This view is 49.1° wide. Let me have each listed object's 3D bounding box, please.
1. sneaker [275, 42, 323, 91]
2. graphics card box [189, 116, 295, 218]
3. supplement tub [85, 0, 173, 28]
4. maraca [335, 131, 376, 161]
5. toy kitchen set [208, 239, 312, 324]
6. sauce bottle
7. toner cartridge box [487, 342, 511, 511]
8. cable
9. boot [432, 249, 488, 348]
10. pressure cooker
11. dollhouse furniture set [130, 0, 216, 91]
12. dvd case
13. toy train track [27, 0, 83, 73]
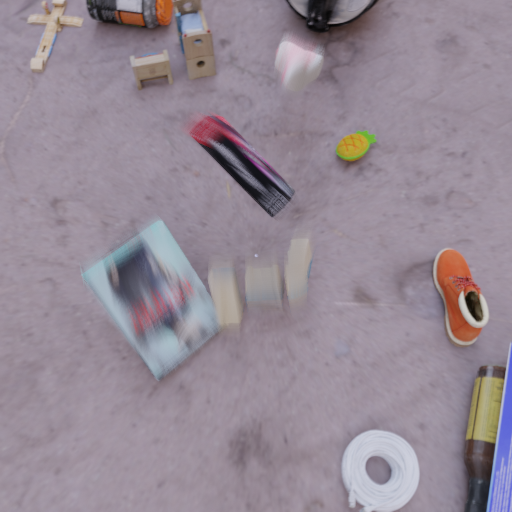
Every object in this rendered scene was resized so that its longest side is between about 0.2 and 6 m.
[{"bbox_3d":[0.623,-3.581,10.536,0.847,0.610,1.620,27,34,12],"label":"sneaker"},{"bbox_3d":[-0.163,-1.382,8.484,0.436,1.075,1.713,-43,94,14],"label":"graphics card box"},{"bbox_3d":[-2.902,-5.903,12.935,1.817,1.113,1.113,9,64,3],"label":"supplement tub"},{"bbox_3d":[2.040,-2.274,11.463,0.913,0.488,0.626,-38,56,-17],"label":"maraca"},{"bbox_3d":[0.141,0.410,9.635,1.571,0.925,1.259,-3,28,13],"label":"toy kitchen set"},{"bbox_3d":[3.654,2.902,8.739,0.751,0.751,2.322,17,67,8],"label":"sauce bottle"},{"bbox_3d":[4.174,3.117,8.147,1.607,0.731,3.384,38,60,-31],"label":"toner cartridge box"},{"bbox_3d":[1.917,3.339,8.701,1.178,0.408,1.177,-4,62,-3],"label":"cable"},{"bbox_3d":[3.614,0.566,9.780,0.689,0.984,1.836,-4,62,0],"label":"boot"},{"bbox_3d":[1.738,-6.484,12.381,2.455,2.418,2.749,-12,43,38],"label":"pressure cooker"},{"bbox_3d":[-1.915,-4.672,12.235,1.781,1.248,1.255,-13,64,-7],"label":"dollhouse furniture set"},{"bbox_3d":[-1.603,0.732,9.238,1.584,0.239,2.170,-38,112,-23],"label":"dvd case"},{"bbox_3d":[-4.842,-5.239,13.020,1.313,0.372,2.290,4,64,2],"label":"toy train track"}]
